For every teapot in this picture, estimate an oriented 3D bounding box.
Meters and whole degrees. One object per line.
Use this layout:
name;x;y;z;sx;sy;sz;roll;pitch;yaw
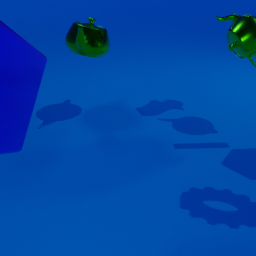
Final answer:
teapot;-1.016;-2.341;7.175;1.173;0.924;1.886;15;23;2
teapot;2.669;-2.095;6.495;0.801;1.635;1.017;-31;-10;6

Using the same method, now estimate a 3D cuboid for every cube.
cube;-1.827;-0.478;2.997;1.277;1.277;1.277;16;0;3
